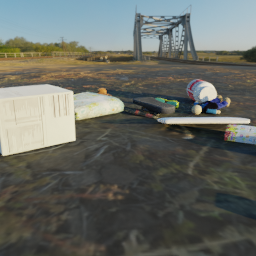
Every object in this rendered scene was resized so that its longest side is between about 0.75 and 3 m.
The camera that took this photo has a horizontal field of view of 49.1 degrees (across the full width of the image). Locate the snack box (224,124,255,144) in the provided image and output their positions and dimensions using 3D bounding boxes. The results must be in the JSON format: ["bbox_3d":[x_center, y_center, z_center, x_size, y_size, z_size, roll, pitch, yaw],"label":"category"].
[{"bbox_3d":[3.768,0.187,9.067,1.129,0.382,0.952,9,17,23],"label":"snack box"}]

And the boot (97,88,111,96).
[{"bbox_3d":[-1.348,-1.875,16.039,1.101,0.524,1.423,8,30,30],"label":"boot"}]

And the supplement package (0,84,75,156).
[{"bbox_3d":[-3.142,-0.388,8.768,2.221,1.633,2.124,-12,20,-35],"label":"supplement package"}]

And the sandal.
[{"bbox_3d":[1.025,-0.932,12.604,1.044,0.588,2.745,-7,19,-24],"label":"sandal"}]

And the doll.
[{"bbox_3d":[3.709,-1.016,12.965,2.170,0.526,1.480,-20,33,-35],"label":"doll"}]

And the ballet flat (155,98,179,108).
[{"bbox_3d":[1.905,-1.199,13.962,1.340,0.448,0.449,12,-2,29],"label":"ballet flat"}]

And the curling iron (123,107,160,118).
[{"bbox_3d":[0.462,-0.696,12.348,2.125,0.272,0.527,11,16,32],"label":"curling iron"}]

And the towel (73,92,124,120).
[{"bbox_3d":[-2.038,-1.004,12.718,2.521,0.709,2.945,-18,24,-40],"label":"towel"}]

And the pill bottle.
[{"bbox_3d":[3.941,-1.913,14.947,1.160,1.160,2.066,-1,16,-3],"label":"pill bottle"}]

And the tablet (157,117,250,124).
[{"bbox_3d":[2.670,-0.292,10.385,2.974,0.203,1.935,0,3,-1],"label":"tablet"}]
